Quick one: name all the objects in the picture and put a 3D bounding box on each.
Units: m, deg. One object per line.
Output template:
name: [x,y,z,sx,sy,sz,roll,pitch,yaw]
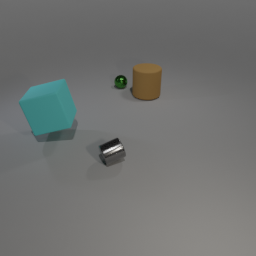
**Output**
cylinder: [-0.522,0.760,9.184,0.700,0.700,0.700,-24,36,-12]
ball: [-0.372,-2.438,14.743,0.700,0.700,0.700,0,31,0]
cube: [-2.835,-0.770,10.182,1.400,1.400,1.400,-13,28,7]
cylinder: [0.920,-2.285,13.700,1.400,1.400,1.400,0,31,0]
